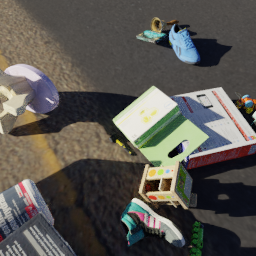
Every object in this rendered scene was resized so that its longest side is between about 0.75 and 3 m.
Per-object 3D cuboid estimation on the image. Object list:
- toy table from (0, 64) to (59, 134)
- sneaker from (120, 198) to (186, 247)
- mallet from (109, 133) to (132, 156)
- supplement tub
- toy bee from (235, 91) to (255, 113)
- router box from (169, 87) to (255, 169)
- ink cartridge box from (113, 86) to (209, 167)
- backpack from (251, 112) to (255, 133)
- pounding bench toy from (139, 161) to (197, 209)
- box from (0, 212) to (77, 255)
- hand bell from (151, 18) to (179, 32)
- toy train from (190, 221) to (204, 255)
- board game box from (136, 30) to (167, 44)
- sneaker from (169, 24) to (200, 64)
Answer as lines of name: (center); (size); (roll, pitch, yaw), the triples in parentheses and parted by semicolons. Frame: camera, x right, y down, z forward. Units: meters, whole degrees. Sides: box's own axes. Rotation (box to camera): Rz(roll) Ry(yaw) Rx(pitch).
toy table: (-4.171, -1.240, 10.277); (2.873, 2.641, 1.682); (9, 30, 36)
sneaker: (0.512, 2.858, 7.680); (1.925, 0.805, 1.162); (28, 49, 32)
mallet: (-0.277, 0.633, 10.061); (0.355, 0.222, 1.077); (-27, 58, -22)
supplement tub: (-3.283, 2.528, 7.491); (2.209, 1.550, 1.550); (-29, 55, -23)
toy bee: (4.628, -1.002, 11.250); (1.312, 0.713, 0.859); (31, 43, -6)
router box: (2.859, -0.126, 10.344); (2.637, 0.718, 2.939); (-11, 50, -9)
ink cartridge box: (1.030, -0.023, 9.675); (2.051, 0.676, 2.818); (-40, 48, -5)
backpack: (5.545, -0.334, 9.912); (1.915, 1.683, 1.468); (0, 52, -6)
pounding bench toy: (1.234, 1.914, 8.478); (1.257, 1.612, 1.001); (-12, 42, 33)
box: (-2.268, 3.539, 6.060); (2.426, 2.386, 1.424); (-36, 59, -27)
hand bell: (2.141, -5.661, 15.250); (1.638, 0.853, 0.853); (-22, 52, -30)
toy train: (1.938, 3.173, 7.827); (0.321, 0.237, 1.137); (18, 51, 2)
board game box: (1.220, -4.756, 14.529); (0.911, 0.190, 1.346); (-37, 45, -27)
sneaker: (2.740, -4.125, 13.649); (0.857, 1.019, 2.600); (-13, 52, -14)
